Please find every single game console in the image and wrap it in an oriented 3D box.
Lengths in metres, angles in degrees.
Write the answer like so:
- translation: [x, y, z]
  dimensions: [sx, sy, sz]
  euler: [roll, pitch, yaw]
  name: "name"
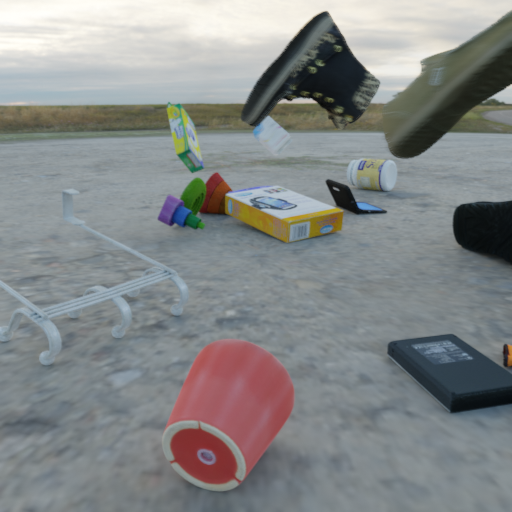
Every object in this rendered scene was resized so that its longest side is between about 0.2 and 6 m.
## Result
- translation: [2.550, -1.542, 14.393]
  dimensions: [0.788, 1.191, 1.354]
  euler: [-32, 21, -6]
  name: "game console"

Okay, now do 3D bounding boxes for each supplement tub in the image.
- translation: [3.606, -2.540, 17.470]
  dimensions: [1.319, 0.959, 0.959]
  euler: [11, 20, 35]
  name: "supplement tub"

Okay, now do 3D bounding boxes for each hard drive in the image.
- translation: [2.043, 1.178, 5.817]
  dimensions: [0.865, 0.204, 1.239]
  euler: [-4, 16, -14]
  name: "hard drive"

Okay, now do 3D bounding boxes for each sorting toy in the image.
- translation: [-1.039, -1.074, 12.828]
  dimensions: [1.143, 1.150, 3.317]
  euler: [27, 19, 8]
  name: "sorting toy"

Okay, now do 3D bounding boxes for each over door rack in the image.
- translation: [-2.576, 0.220, 7.404]
  dimensions: [2.835, 0.944, 2.094]
  euler: [35, 33, 28]
  name: "over door rack"

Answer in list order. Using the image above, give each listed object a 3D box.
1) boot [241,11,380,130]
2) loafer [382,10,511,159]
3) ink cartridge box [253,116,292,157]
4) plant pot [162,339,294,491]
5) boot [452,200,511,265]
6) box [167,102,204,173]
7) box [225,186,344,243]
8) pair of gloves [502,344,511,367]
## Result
- translation: [1.103, -3.166, 10.985]
  dimensions: [1.921, 2.552, 0.934]
  euler: [37, 3, -27]
  name: "boot"
- translation: [3.026, -2.738, 8.469]
  dimensions: [1.102, 2.898, 0.977]
  euler: [18, 39, -55]
  name: "loafer"
- translation: [0.415, -2.824, 13.416]
  dimensions: [0.823, 0.529, 0.516]
  euler: [44, -2, 8]
  name: "ink cartridge box"
- translation: [-0.244, 1.273, 4.374]
  dimensions: [0.950, 0.950, 0.840]
  euler: [5, 28, 19]
  name: "plant pot"
- translation: [5.554, -0.543, 9.821]
  dimensions: [2.820, 1.282, 3.356]
  euler: [-8, 11, -12]
  name: "boot"
- translation: [-1.443, -2.444, 11.344]
  dimensions: [0.329, 1.360, 0.798]
  euler: [-21, -26, 9]
  name: "box"
- translation: [0.483, -1.012, 12.439]
  dimensions: [1.544, 0.538, 2.593]
  euler: [-13, 25, -34]
  name: "box"
- translation: [3.287, 1.305, 5.377]
  dimensions: [1.632, 0.226, 1.831]
  euler: [4, 13, 17]
  name: "pair of gloves"
